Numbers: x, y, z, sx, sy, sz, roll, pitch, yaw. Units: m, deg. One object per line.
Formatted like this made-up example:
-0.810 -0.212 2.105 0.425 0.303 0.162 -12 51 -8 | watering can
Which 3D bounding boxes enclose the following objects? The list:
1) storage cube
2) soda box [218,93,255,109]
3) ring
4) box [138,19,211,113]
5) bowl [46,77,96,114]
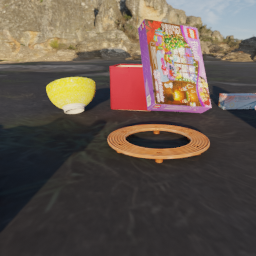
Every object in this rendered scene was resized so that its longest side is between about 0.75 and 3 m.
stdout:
0.229 -1.517 10.168 1.689 1.518 1.444 3 16 12 | storage cube
4.044 -0.958 10.023 1.498 0.512 0.476 -1 16 -4 | soda box
0.663 0.301 6.262 2.240 0.215 2.240 0 15 0 | ring
1.488 -1.996 9.103 2.037 2.977 0.582 1 -17 -23 | box
-1.783 -0.949 9.039 1.596 0.859 1.596 -9 -11 -2 | bowl
